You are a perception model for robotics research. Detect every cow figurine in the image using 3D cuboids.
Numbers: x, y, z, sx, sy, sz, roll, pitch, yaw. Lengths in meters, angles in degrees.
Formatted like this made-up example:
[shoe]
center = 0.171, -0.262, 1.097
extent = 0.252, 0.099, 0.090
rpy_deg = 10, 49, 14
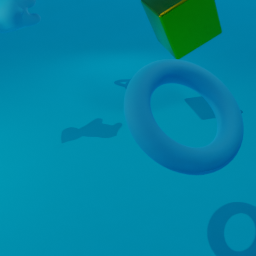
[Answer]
[cow figurine]
center = -2.786, -2.275, 5.792
extent = 1.497, 0.822, 1.473
rpy_deg = 3, 28, 29

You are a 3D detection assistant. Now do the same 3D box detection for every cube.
[cube]
center = 1.386, -2.931, 7.334
extent = 1.382, 1.382, 1.382
rpy_deg = -31, 43, 5

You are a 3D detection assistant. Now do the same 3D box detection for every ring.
[ring]
center = 0.667, -0.175, 3.251
extent = 1.483, 0.297, 1.483
rpy_deg = 8, 61, -15
